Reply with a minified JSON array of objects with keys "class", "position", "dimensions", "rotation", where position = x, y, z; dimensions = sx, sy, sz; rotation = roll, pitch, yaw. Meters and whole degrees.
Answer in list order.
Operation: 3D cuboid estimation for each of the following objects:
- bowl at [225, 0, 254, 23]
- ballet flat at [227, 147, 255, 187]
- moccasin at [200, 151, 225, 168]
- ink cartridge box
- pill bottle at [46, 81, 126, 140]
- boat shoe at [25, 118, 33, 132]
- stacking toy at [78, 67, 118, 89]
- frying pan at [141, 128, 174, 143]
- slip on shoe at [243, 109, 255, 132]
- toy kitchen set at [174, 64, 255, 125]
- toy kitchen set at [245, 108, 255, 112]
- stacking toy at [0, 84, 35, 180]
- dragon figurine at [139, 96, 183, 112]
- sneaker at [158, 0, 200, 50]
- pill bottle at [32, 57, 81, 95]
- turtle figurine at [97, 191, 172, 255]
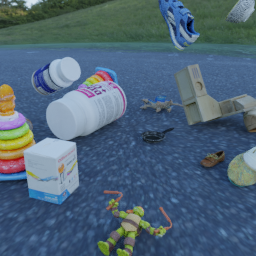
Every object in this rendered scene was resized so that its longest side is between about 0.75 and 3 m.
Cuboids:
[{"class":"bowl","position":[3.411,-3.465,8.310],"dimensions":[0.468,0.997,0.997],"rotation":[44,35,9]},{"class":"ballet flat","position":[3.649,0.812,7.689],"dimensions":[2.505,0.886,0.886],"rotation":[-16,26,-36]},{"class":"moccasin","position":[2.505,0.896,8.237],"dimensions":[0.988,0.381,0.361],"rotation":[-12,25,-29]},{"class":"ink cartridge box","position":[-1.818,1.004,6.790],"dimensions":[0.898,1.241,0.914],"rotation":[8,23,19]},{"class":"pill bottle","position":[-1.476,-0.693,10.481],"dimensions":[1.667,1.667,2.940],"rotation":[13,25,29]},{"class":"boat shoe","position":[-4.668,-0.062,10.105],"dimensions":[2.445,0.926,0.878],"rotation":[7,17,-9]},{"class":"stacking toy","position":[-1.915,-1.849,14.088],"dimensions":[1.643,1.554,2.831],"rotation":[23,42,38]},{"class":"frying pan","position":[1.023,0.226,10.145],"dimensions":[0.863,0.232,1.427],"rotation":[13,23,27]},{"class":"slip on shoe","position":[5.581,-0.136,10.445],"dimensions":[2.486,0.945,0.753],"rotation":[7,62,-4]},{"class":"toy kitchen set","position":[3.623,-1.548,10.872],"dimensions":[2.498,2.254,2.038],"rotation":[-16,-2,-25]},{"class":"toy kitchen set","position":[5.770,-1.285,12.824],"dimensions":[1.156,1.043,0.943],"rotation":[1,20,-9]},{"class":"stacking toy","position":[-3.115,0.068,7.421],"dimensions":[1.371,2.498,1.450],"rotation":[-2,26,-5]},{"class":"dragon figurine","position":[1.591,-1.143,13.065],"dimensions":[2.067,0.608,1.028],"rotation":[-6,23,-12]},{"class":"sneaker","position":[1.235,-2.698,6.724],"dimensions":[0.636,1.547,0.572],"rotation":[-17,10,47]},{"class":"pill bottle","position":[-2.688,-1.938,10.497],"dimensions":[1.840,1.065,1.065],"rotation":[-13,10,39]},{"class":"turtle figurine","position":[-0.043,1.916,5.475],"dimensions":[1.573,0.506,1.268],"rotation":[24,39,18]}]
